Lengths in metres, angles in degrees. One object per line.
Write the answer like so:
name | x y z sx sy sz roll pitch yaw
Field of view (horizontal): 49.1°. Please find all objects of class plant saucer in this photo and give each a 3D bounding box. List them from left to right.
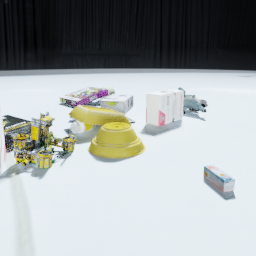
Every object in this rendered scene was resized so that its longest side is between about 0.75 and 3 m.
plant saucer | -1.135 -0.522 11.343 2.091 0.507 2.090 5 9 -27

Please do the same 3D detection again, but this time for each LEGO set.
LEGO set | -2.424 0.227 8.209 1.550 1.168 2.016 16 20 21

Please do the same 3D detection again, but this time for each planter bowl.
planter bowl | -0.361 0.283 9.093 1.894 0.789 1.894 1 15 0

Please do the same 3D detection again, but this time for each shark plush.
shark plush | 3.153 -1.063 14.335 1.076 1.174 2.584 -43 41 -7

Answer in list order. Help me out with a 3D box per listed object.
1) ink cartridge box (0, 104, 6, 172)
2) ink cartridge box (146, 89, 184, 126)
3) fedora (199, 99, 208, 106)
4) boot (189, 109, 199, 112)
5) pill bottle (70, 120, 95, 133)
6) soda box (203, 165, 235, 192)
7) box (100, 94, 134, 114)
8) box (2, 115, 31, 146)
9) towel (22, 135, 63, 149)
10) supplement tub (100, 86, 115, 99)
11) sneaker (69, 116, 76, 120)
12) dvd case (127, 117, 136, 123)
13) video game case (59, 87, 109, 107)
ink cartridge box | -3.813 0.003 7.501 0.729 2.161 1.258 -4 15 -17
ink cartridge box | 1.653 -0.946 12.468 0.782 1.343 1.855 14 21 41
fedora | 4.273 -1.466 16.256 0.760 0.343 0.672 15 21 42
boot | 3.799 -1.051 14.938 0.865 0.278 0.806 -5 14 -31
pill bottle | -1.758 -0.090 10.886 0.541 0.541 0.973 9 18 31
soda box | 2.156 1.186 6.691 0.288 0.310 0.906 -4 16 -16
box | -0.537 -1.315 15.070 1.312 0.676 2.249 4 16 14
box | -4.663 0.193 9.476 1.840 0.568 2.304 10 24 40
towel | -3.194 0.401 9.835 1.534 0.179 1.170 8 17 30
supplement tub | -1.421 -2.283 18.307 0.821 0.821 1.132 6 15 22
sneaker | -2.136 -0.520 12.720 1.102 0.417 0.425 -5 9 16
dvd case | -0.295 -0.359 12.714 0.866 0.093 1.165 -7 17 -23
video game case | -2.683 -1.944 17.032 2.272 0.407 2.059 -27 29 -35
